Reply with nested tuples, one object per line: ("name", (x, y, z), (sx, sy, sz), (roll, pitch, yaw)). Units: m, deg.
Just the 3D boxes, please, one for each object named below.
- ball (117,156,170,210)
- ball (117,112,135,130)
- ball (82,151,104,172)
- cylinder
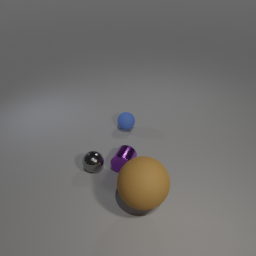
("ball", (0.408, 1.446, 7.393), (1.400, 1.400, 1.400), (0, 33, 0))
("ball", (-0.069, -0.286, 11.161), (0.700, 0.700, 0.700), (0, 33, 0))
("ball", (-1.138, 1.097, 9.173), (0.700, 0.700, 0.700), (0, 33, 0))
("cylinder", (-0.132, 1.034, 9.257), (0.700, 0.700, 0.700), (10, 33, 15))
